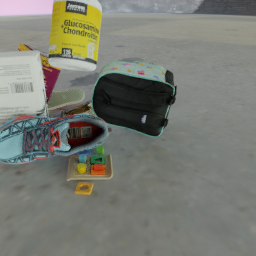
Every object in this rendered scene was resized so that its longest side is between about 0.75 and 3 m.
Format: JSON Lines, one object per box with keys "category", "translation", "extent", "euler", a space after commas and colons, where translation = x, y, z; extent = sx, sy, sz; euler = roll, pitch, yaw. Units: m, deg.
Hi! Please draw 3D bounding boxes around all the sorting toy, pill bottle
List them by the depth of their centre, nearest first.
{"category": "sorting toy", "translation": [-0.913, 0.875, 6.706], "extent": [1.064, 0.257, 1.890], "euler": [-3, 27, -6]}
{"category": "pill bottle", "translation": [-1.361, -2.707, 7.355], "extent": [1.273, 2.272, 1.273], "euler": [6, 5, 0]}

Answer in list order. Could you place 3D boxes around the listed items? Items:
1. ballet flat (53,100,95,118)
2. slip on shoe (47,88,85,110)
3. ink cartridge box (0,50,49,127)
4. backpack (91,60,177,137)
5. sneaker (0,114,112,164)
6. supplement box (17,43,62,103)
{"category": "ballet flat", "translation": [-1.309, -0.413, 8.601], "extent": [2.069, 0.744, 0.744], "euler": [-27, 37, -32]}
{"category": "slip on shoe", "translation": [-2.544, -1.017, 10.070], "extent": [1.975, 0.732, 0.604], "euler": [-10, -7, -8]}
{"category": "ink cartridge box", "translation": [-3.089, -0.710, 7.378], "extent": [1.746, 2.420, 1.013], "euler": [-5, 23, -8]}
{"category": "backpack", "translation": [0.091, -0.953, 8.003], "extent": [2.183, 1.919, 1.673], "euler": [7, 38, -7]}
{"category": "sneaker", "translation": [-1.803, 0.147, 6.574], "extent": [2.924, 1.160, 1.397], "euler": [-13, 3, -19]}
{"category": "supplement box", "translation": [-3.075, -1.341, 8.714], "extent": [1.108, 2.148, 1.406], "euler": [17, 15, -38]}
